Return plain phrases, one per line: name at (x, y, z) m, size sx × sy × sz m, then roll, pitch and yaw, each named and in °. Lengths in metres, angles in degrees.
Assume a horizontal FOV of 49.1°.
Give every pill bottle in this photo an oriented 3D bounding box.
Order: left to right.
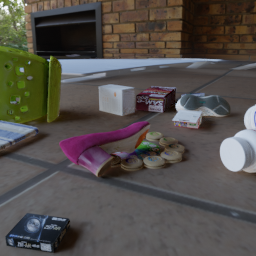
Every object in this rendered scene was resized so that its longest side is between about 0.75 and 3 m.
pill bottle at (3.285, 0.513, 6.940) m, size 1.880 × 1.055 × 1.055 m, roll -8°, pitch 19°, yaw -23°
pill bottle at (4.605, -0.302, 8.372) m, size 1.369 × 1.369 × 2.442 m, roll -2°, pitch -1°, yaw -7°

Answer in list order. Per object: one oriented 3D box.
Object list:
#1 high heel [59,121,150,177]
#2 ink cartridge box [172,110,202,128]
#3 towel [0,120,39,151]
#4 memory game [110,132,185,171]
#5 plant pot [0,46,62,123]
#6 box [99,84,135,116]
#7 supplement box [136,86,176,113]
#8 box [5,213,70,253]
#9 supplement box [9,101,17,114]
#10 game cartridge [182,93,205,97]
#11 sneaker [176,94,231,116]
high heel at (-0.487, 0.238, 7.619) m, size 1.325 × 0.930 × 2.762 m, roll 34°, pitch 44°, yaw 18°
ink cartridge box at (2.238, -0.282, 10.535) m, size 0.901 × 0.417 × 1.654 m, roll 6°, pitch 19°, yaw 20°
towel at (-4.306, 0.360, 8.711) m, size 1.926 × 0.312 × 2.623 m, roll 9°, pitch 21°, yaw 20°
memory game at (0.193, 0.550, 8.277) m, size 2.937 × 0.187 × 2.937 m, roll 0°, pitch 18°, yaw 0°
plant pot at (-4.036, -1.720, 11.393) m, size 2.560 × 2.822 × 2.808 m, roll 3°, pitch 16°, yaw -16°
box at (-0.506, -1.266, 12.423) m, size 1.497 × 1.140 × 0.796 m, roll 16°, pitch 23°, yaw 40°
supplement box at (1.415, -1.446, 13.624) m, size 1.372 × 0.768 × 2.522 m, roll 6°, pitch 20°, yaw 19°
box at (-1.461, 1.710, 4.621) m, size 0.822 × 0.179 × 0.658 m, roll 4°, pitch 18°, yaw 12°
supplement box at (-4.793, -0.825, 11.718) m, size 0.326 × 0.420 × 0.761 m, roll -6°, pitch 19°, yaw -18°
game cartridge at (2.821, -1.312, 12.133) m, size 0.956 × 0.183 × 0.620 m, roll -3°, pitch -24°, yaw 12°
sneaker at (3.170, -0.925, 11.893) m, size 2.389 × 0.840 × 0.957 m, roll 7°, pitch -13°, yaw -11°
